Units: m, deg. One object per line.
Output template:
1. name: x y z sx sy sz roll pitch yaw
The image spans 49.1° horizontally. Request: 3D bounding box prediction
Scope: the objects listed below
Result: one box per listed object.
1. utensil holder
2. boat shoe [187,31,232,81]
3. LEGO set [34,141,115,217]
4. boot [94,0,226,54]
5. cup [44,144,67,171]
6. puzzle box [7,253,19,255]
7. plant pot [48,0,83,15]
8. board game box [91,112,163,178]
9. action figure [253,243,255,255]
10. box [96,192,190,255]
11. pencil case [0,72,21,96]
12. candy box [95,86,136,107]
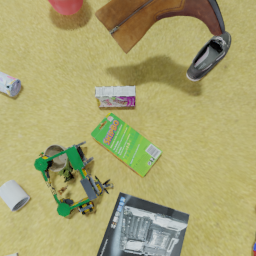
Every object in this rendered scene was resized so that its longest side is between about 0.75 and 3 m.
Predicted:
1. utensil holder: -3.697 2.171 9.056 0.671 0.671 0.789 -44 75 -12
2. boat shoe: 3.159 -2.817 10.513 0.857 0.730 2.563 38 77 11
3. LEGO set: -1.752 1.526 9.096 1.833 1.381 2.384 -34 90 9
4. boot: 0.895 -3.016 7.891 2.774 2.947 1.009 43 33 -22
5. cup: -2.265 0.964 9.362 0.876 0.627 0.876 0 91 18
6. puzzle box: -3.763 4.711 8.515 1.020 0.195 1.533 -12 73 -3
7. plant pot: -2.453 -5.318 10.720 1.822 1.612 1.822 0 82 -3
8. board game box: -0.070 0.542 9.716 2.362 0.354 1.128 38 76 8
9. action figure: 4.502 2.890 8.406 0.976 1.480 2.991 16 67 4
10. box: 0.351 3.601 8.158 2.263 0.714 2.869 15 62 14
11. pencil case: -4.727 -1.716 10.188 1.605 0.728 0.667 24 113 9
12. candy box: -0.429 -1.098 9.884 1.387 0.946 0.423 -1 72 1
